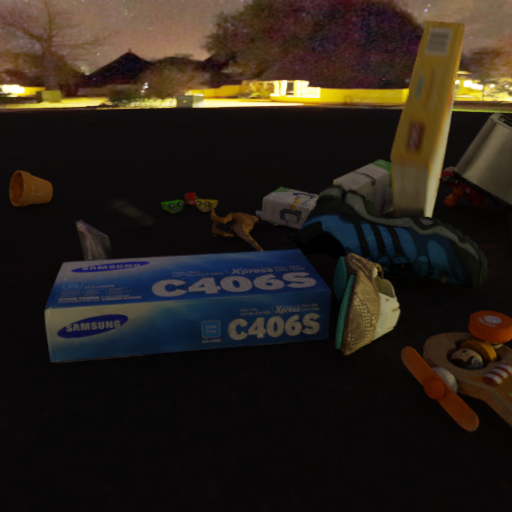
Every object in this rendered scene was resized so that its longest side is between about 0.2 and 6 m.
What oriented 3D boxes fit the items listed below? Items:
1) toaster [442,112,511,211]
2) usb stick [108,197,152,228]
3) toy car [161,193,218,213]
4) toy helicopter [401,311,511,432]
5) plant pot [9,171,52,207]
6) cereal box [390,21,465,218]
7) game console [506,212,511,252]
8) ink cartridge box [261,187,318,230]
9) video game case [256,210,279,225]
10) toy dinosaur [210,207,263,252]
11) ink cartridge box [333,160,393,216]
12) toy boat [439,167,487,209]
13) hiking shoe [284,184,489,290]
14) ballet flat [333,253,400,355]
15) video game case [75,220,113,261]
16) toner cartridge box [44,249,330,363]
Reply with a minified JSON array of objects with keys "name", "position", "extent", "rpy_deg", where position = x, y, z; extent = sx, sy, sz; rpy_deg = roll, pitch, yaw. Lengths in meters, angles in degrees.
[{"name":"toaster","position":[5.712,-1.897,12.232],"extent":[2.365,1.552,2.616],"rpy_deg":[33,30,16]},{"name":"usb stick","position":[-2.589,-0.889,11.579],"extent":[0.947,0.262,0.154],"rpy_deg":[31,8,-25]},{"name":"toy car","position":[-1.679,-1.201,13.213],"extent":[1.212,0.287,1.287],"rpy_deg":[-14,22,-34]},{"name":"toy helicopter","position":[2.185,1.258,5.275],"extent":[1.226,0.731,1.854],"rpy_deg":[-4,24,-12]},{"name":"plant pot","position":[-5.482,-1.603,13.721],"extent":[0.782,0.854,0.854],"rpy_deg":[4,10,-45]},{"name":"cereal box","position":[2.864,-1.861,9.518],"extent":[0.662,2.408,3.348],"rpy_deg":[12,-14,18]},{"name":"game console","position":[5.205,-0.340,10.039],"extent":[1.147,0.668,1.009],"rpy_deg":[0,18,2]},{"name":"ink cartridge box","position":[0.872,-0.992,11.916],"extent":[1.251,0.547,0.909],"rpy_deg":[18,29,24]},{"name":"video game case","position":[0.593,-0.892,12.565],"extent":[0.904,0.109,0.992],"rpy_deg":[-8,21,-22]},{"name":"toy dinosaur","position":[-0.309,-0.583,10.821],"extent":[1.140,0.649,2.147],"rpy_deg":[2,19,3]},{"name":"ink cartridge box","position":[2.080,-1.171,10.704],"extent":[1.284,0.937,0.540],"rpy_deg":[-25,42,-28]},{"name":"toy boat","position":[4.872,-1.524,13.490],"extent":[1.265,0.827,0.825],"rpy_deg":[47,7,20]},{"name":"hiking shoe","position":[2.010,-0.007,8.750],"extent":[3.010,1.120,1.305],"rpy_deg":[25,66,33]},{"name":"ballet flat","position":[1.432,0.557,7.201],"extent":[0.795,0.858,2.434],"rpy_deg":[13,23,4]},{"name":"video game case","position":[-2.516,-0.037,8.833],"extent":[0.113,0.850,1.190],"rpy_deg":[-20,26,-30]},{"name":"toner cartridge box","position":[-0.854,0.561,7.250],"extent":[3.322,0.717,1.578],"rpy_deg":[-4,19,-10]}]
